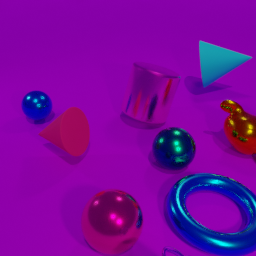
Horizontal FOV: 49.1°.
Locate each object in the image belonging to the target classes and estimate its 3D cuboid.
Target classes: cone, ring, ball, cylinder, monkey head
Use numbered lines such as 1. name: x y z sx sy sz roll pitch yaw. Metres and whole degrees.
1. cone: 2.975 -2.024 8.485 1.439 1.433 1.433 -4 30 19
2. ring: 1.494 1.378 4.741 1.686 0.337 1.686 3 32 -2
3. ball: -0.236 1.398 4.239 0.942 0.942 0.942 0 33 0
4. cylinder: 0.573 -0.925 7.244 1.258 1.258 1.258 14 22 -6
5. ball: 0.943 0.424 5.761 0.898 0.898 0.898 0 33 0
6. ball: -2.382 -0.592 7.337 0.784 0.784 0.784 0 33 0
7. monkey head: 2.752 -0.027 6.132 1.652 1.188 0.995 58 30 7
8. cone: -1.531 0.106 6.016 1.032 1.028 1.028 -4 29 25

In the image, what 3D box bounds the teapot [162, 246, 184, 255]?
1. teapot: 0.590 1.825 3.006 0.588 0.747 1.201 2 34 -9
